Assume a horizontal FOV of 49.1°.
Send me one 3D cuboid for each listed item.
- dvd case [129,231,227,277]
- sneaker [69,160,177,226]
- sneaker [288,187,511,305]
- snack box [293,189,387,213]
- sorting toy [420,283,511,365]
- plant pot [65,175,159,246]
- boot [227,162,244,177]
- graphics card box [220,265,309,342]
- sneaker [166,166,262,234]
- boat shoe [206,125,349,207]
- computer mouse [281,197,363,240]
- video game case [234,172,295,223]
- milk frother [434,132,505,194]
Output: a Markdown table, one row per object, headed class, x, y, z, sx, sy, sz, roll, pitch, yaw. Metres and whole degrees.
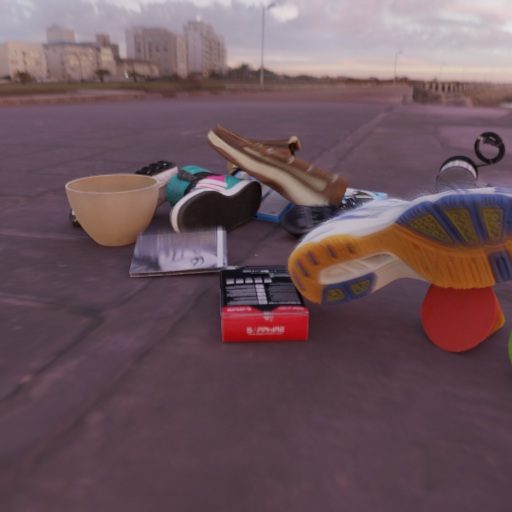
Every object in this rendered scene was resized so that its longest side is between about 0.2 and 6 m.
| class | x | y | z | sx | sy | sz | roll | pitch | yaw |
| --- | --- | --- | --- | --- | --- | --- | --- | --- | --- |
| dvd case | -1.335 | -0.061 | 9.893 | 1.640 | 0.131 | 1.220 | -3 | 33 | -2 |
| sneaker | -2.888 | -1.200 | 12.612 | 2.654 | 1.052 | 0.981 | -24 | 31 | -15 |
| sneaker | 2.048 | -0.361 | 7.198 | 3.352 | 1.262 | 1.477 | -9 | 25 | 29 |
| snack box | 1.793 | -1.333 | 13.621 | 2.388 | 0.443 | 1.387 | 13 | 23 | 32 |
| sorting toy | 3.521 | 1.043 | 6.496 | 1.109 | 1.117 | 3.222 | 15 | 5 | -38 |
| plant pot | -2.814 | -0.875 | 11.178 | 1.777 | 1.193 | 1.777 | 0 | 19 | 0 |
| boot | -0.415 | -2.512 | 16.654 | 1.903 | 0.686 | 1.472 | 15 | 25 | 33 |
| graphics card box | 0.051 | 0.629 | 7.996 | 1.134 | 0.460 | 1.808 | -1 | 20 | -5 |
| sneaker | -1.324 | -1.186 | 11.970 | 1.794 | 1.243 | 2.972 | 12 | 20 | 27 |
| boat shoe | 0.529 | -2.111 | 12.490 | 3.396 | 1.256 | 1.254 | 34 | 6 | 8 |
| computer mouse | 1.360 | -0.635 | 11.426 | 1.718 | 0.453 | 1.190 | -3 | 50 | 0 |
| video game case | 0.030 | -1.454 | 13.522 | 2.173 | 0.193 | 1.555 | 14 | 46 | 34 |
| milk frother | 5.529 | -2.292 | 14.464 | 1.560 | 1.729 | 1.626 | 11 | 22 | 18 |
